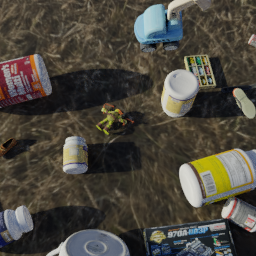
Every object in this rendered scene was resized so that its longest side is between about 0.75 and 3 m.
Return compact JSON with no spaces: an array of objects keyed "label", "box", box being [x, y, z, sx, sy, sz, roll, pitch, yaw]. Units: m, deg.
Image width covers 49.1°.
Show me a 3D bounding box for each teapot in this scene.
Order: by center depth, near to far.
[{"label":"teapot","box":[-1.043,4.095,8.037,2.148,2.177,1.590,1,105,-34]}]

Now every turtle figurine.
[{"label":"turtle figurine","box":[-0.575,-0.323,10.682,1.435,0.462,1.157,33,69,14]}]

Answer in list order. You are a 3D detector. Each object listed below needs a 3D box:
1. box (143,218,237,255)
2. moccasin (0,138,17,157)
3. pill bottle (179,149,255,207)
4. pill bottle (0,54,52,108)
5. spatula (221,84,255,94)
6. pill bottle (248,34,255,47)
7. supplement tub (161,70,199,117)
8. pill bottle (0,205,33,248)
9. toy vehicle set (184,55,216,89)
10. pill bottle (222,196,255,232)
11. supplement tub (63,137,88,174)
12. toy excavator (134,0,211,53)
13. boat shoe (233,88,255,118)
[{"label":"box","box":[1.950,4.050,8.573,2.705,0.622,2.150,-7,65,-3]},{"label":"moccasin","box":[-4.532,0.727,10.249,0.961,0.371,0.351,-38,71,-16]},{"label":"pill bottle","box":[3.165,1.561,9.267,2.650,1.448,1.448,-15,66,-7]},{"label":"pill bottle","box":[-4.571,-1.690,10.675,2.955,1.619,1.619,-16,66,-8]},{"label":"spatula","box":[5.149,-1.744,11.424,2.893,0.297,0.818,-12,62,-5]},{"label":"pill bottle","box":[5.727,-3.752,12.277,0.753,0.436,0.436,32,69,14]},{"label":"supplement tub","box":[1.888,-1.224,10.426,1.217,1.674,1.217,0,65,0]},{"label":"pill bottle","box":[-3.960,3.174,8.777,1.738,1.005,1.005,-24,67,-10]},{"label":"toy vehicle set","box":[3.004,-2.356,11.760,0.985,0.210,1.585,-6,65,-3]},{"label":"pill bottle","box":[3.818,2.848,9.041,1.351,0.782,0.782,26,68,12]},{"label":"supplement tub","box":[-1.851,0.966,9.884,0.839,0.839,1.155,-4,65,-2]},{"label":"toy excavator","box":[1.285,-3.398,8.751,2.375,2.443,1.220,-3,86,12]},{"label":"boat shoe","box":[3.711,-0.799,8.974,0.382,0.336,1.074,-33,92,7]}]
